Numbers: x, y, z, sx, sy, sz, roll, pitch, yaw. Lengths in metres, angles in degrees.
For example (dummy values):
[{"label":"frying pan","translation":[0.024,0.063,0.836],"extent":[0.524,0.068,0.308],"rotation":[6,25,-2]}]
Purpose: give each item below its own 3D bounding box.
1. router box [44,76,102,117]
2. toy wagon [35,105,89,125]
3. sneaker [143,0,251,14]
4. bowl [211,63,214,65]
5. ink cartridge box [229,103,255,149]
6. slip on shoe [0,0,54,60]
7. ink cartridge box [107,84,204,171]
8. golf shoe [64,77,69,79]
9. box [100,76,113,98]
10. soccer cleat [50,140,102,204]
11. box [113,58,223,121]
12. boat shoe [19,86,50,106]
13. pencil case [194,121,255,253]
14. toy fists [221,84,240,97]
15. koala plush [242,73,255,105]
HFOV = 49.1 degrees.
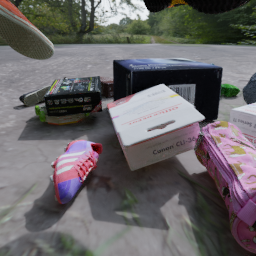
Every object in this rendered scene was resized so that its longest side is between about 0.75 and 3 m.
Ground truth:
[{"label":"router box","translation":[-1.738,-1.126,9.409],"extent":[1.691,0.701,2.257],"rotation":[-5,23,-3]},{"label":"toy wagon","translation":[-2.328,-0.620,9.607],"extent":[1.598,0.408,2.060],"rotation":[-9,22,-27]},{"label":"sneaker","translation":[1.459,-2.896,5.465],"extent":[1.248,0.970,2.774],"rotation":[-33,34,-23]},{"label":"bowl","translation":[3.484,-2.041,12.299],"extent":[0.772,1.477,1.477],"rotation":[-9,13,32]},{"label":"ink cartridge box","translation":[3.737,-0.029,7.263],"extent":[2.721,0.916,1.594],"rotation":[-15,25,-34]},{"label":"slip on shoe","translation":[-3.329,-3.043,7.933],"extent":[1.109,2.995,0.917],"rotation":[-24,46,35]},{"label":"ink cartridge box","translation":[0.570,-0.047,6.641],"extent":[1.729,1.002,2.969],"rotation":[-20,22,-2]},{"label":"golf shoe","translation":[-2.395,-1.852,11.909],"extent":[1.011,0.832,2.139],"rotation":[33,18,-6]},{"label":"box","translation":[-1.069,-1.904,12.747],"extent":[0.903,0.676,1.803],"rotation":[-16,24,-37]},{"label":"soccer cleat","translation":[-0.962,0.744,5.531],"extent":[0.799,0.697,2.091],"rotation":[-6,17,0]},{"label":"box","translation":[1.150,-1.433,9.804],"extent":[2.976,1.834,2.952],"rotation":[-5,20,-13]},{"label":"boat shoe","translation":[-3.567,-1.364,11.322],"extent":[0.552,0.640,1.760],"rotation":[17,31,31]},{"label":"pencil case","translation":[1.913,0.808,4.750],"extent":[1.172,1.121,2.709],"rotation":[-5,21,2]},{"label":"toy fists","translation":[4.178,-1.692,12.279],"extent":[1.464,0.503,0.746],"rotation":[6,17,-15]},{"label":"koala plush","translation":[5.145,-1.108,9.186],"extent":[1.975,1.906,2.149],"rotation":[-15,22,-5]}]
